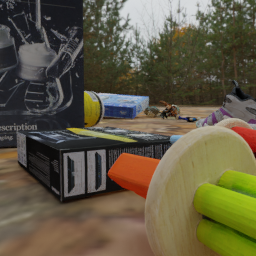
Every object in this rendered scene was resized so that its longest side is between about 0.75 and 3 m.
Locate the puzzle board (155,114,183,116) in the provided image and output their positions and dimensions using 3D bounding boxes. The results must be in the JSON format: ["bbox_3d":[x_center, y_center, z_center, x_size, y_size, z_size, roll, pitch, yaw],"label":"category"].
[{"bbox_3d":[1.951,-0.670,14.500,1.446,0.126,1.090,-1,4,-12],"label":"puzzle board"}]

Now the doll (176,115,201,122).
[{"bbox_3d":[2.194,-0.319,10.083,0.870,0.211,0.594,7,-2,3],"label":"doll"}]

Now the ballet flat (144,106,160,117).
[{"bbox_3d":[1.140,-0.750,13.615,0.521,0.493,1.547,35,-1,-12],"label":"ballet flat"}]

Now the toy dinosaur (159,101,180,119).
[{"bbox_3d":[1.697,-0.738,11.737,0.534,0.710,1.046,14,36,-45],"label":"toy dinosaur"}]

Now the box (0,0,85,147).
[{"bbox_3d":[-2.196,-0.970,4.743,2.712,2.469,1.412,-3,6,-20],"label":"box"}]

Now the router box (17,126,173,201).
[{"bbox_3d":[-0.365,0.246,2.851,1.188,0.395,1.511,-3,6,-32],"label":"router box"}]

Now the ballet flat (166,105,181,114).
[{"bbox_3d":[2.615,-1.096,16.683,0.607,0.562,1.722,-2,5,-23],"label":"ballet flat"}]

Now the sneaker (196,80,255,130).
[{"bbox_3d":[2.158,-0.431,6.019,0.649,1.168,1.669,-3,6,-33],"label":"sneaker"}]

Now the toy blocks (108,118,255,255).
[{"bbox_3d":[0.546,0.263,1.518,1.407,0.613,1.688,-2,6,-30],"label":"toy blocks"}]

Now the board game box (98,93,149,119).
[{"bbox_3d":[-0.630,-1.090,13.075,2.654,0.576,2.641,6,17,17],"label":"board game box"}]

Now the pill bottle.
[{"bbox_3d":[-1.566,-0.476,7.326,1.036,1.036,1.814,4,6,36],"label":"pill bottle"}]
